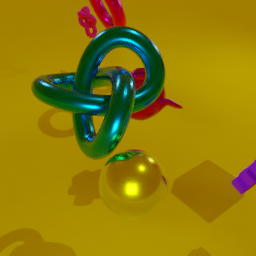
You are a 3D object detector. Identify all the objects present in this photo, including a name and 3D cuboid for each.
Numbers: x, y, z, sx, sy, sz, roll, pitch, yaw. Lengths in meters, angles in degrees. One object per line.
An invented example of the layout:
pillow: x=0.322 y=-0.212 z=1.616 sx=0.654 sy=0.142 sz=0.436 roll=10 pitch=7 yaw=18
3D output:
knot shape: x=-0.347 y=-0.401 z=3.604 sx=1.779 sy=0.822 sz=1.665 roll=-16 pitch=55 yaw=10
knot shape: x=-1.464 y=-3.823 z=9.890 sx=0.509 sy=1.102 sz=1.031 roll=-27 pitch=62 yaw=-6
ball: x=0.060 y=0.625 z=3.134 sx=0.776 sy=0.776 sz=0.776 roll=0 pitch=39 yaw=0
monkey head: x=0.258 y=-0.654 z=5.528 sx=1.703 sy=1.026 sz=1.225 roll=-5 pitch=3 yaw=-3
gear: x=2.020 y=0.520 z=4.041 sx=1.150 sy=1.150 sz=0.213 roll=-24 pitch=62 yaw=-27
ring: x=-0.576 y=-3.134 z=7.149 sx=0.325 sy=1.623 sz=1.623 roll=-35 pitch=47 yaw=-8
